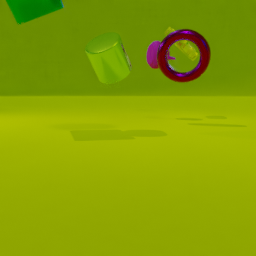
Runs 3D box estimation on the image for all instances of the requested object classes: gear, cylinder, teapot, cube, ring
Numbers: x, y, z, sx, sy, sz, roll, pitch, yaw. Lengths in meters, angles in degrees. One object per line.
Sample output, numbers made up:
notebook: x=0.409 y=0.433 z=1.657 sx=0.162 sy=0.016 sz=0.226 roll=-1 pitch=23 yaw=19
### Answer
gear: x=2.274 y=-3.579 z=11.953 sx=1.736 sy=0.321 sz=1.736 roll=40 pitch=15 yaw=-13
cylinder: x=-0.496 y=-1.810 z=7.273 sx=0.958 sy=0.958 sz=0.958 roll=-14 pitch=43 yaw=13
teapot: x=1.277 y=-2.876 z=11.110 sx=0.849 sy=1.079 sz=1.735 roll=0 pitch=21 yaw=-19
cube: x=-2.546 y=-3.609 z=6.971 sx=1.257 sy=1.257 sz=1.257 roll=-26 pitch=55 yaw=-11
ring: x=1.791 y=-2.308 z=9.075 sx=1.721 sy=1.721 sz=0.344 roll=2 pitch=26 yaw=13
